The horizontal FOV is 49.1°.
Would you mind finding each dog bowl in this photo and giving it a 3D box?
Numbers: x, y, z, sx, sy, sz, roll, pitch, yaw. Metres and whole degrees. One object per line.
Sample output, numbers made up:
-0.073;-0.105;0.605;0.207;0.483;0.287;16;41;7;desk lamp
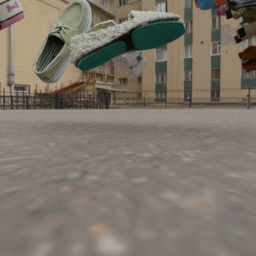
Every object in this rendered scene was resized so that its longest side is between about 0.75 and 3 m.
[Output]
-3.738;-3.147;8.057;1.629;0.601;1.629;-21;29;12;dog bowl

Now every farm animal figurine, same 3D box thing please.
2.756;-2.887;6.081;1.465;2.914;2.353;-21;-32;20;farm animal figurine

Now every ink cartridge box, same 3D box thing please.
-0.133;-2.210;8.198;1.044;0.612;1.426;37;1;20;ink cartridge box

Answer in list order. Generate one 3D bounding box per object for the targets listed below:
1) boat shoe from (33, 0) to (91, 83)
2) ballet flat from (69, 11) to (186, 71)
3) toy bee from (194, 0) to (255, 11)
-1.962;-2.713;8.578;1.038;2.883;0.894;24;-2;4;boat shoe
-0.084;-2.192;6.413;2.772;0.995;0.995;-19;5;-2;ballet flat
1.634;-2.732;4.328;1.897;1.575;2.898;-18;23;-16;toy bee
